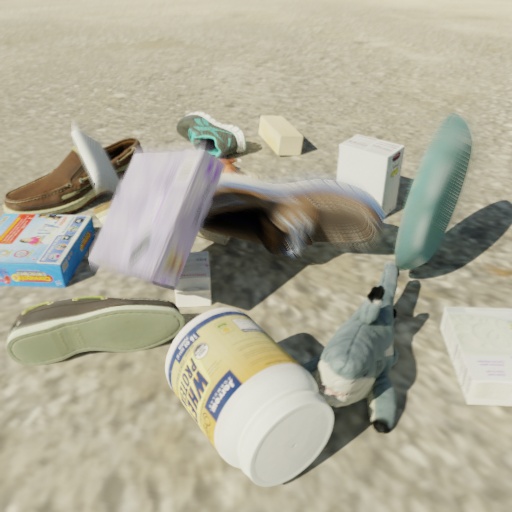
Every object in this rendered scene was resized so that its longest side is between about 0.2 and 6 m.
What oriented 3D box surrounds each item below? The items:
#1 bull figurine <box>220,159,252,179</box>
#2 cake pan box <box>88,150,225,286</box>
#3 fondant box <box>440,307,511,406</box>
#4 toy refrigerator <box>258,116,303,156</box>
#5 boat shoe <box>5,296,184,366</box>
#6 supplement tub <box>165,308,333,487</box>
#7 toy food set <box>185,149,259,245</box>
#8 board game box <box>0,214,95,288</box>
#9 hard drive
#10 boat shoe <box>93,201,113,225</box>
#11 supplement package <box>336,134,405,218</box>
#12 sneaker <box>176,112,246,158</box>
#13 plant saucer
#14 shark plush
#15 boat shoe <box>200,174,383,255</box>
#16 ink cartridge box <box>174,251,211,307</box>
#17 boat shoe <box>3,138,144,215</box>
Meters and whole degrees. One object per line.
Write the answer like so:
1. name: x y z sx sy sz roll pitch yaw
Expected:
1. bull figurine: -0.490 -1.758 12.229 0.631 0.338 1.039 -6 52 -28
2. cake pan box: -1.565 -0.677 8.622 1.921 0.546 2.086 7 72 44
3. fondant box: 3.471 1.414 8.103 1.187 0.479 1.645 2 33 2
4. toy refrigerator: 0.658 -3.346 15.619 0.670 0.617 1.765 -3 32 -19
5. boat shoe: -2.377 0.968 8.402 2.551 0.910 0.768 -8 37 -8
6. supplement tub: -0.116 1.662 6.828 1.391 1.391 1.926 -19 37 -28
7. toy food set: -1.117 -1.359 11.753 1.860 0.783 2.592 21 38 4
8. board game box: -4.205 -0.142 10.555 1.800 0.514 1.838 2 32 3
9. hard drive: -2.788 -1.644 9.862 0.147 0.739 1.120 -35 69 12
10. boat shoe: -2.528 -0.971 11.746 0.769 0.693 2.132 -20 10 27
11. supplement package: 2.422 -1.696 12.115 1.159 1.488 0.825 23 39 32
12. sneaker: -1.442 -3.259 15.258 2.343 0.909 1.069 22 42 33
13. plant saucer: 3.108 -1.001 9.595 0.384 2.803 2.803 21 38 25
14. shark plush: 1.707 1.060 7.842 1.466 1.344 3.227 22 38 31
15. boat shoe: 0.538 -0.607 10.212 3.425 1.237 1.240 6 43 15
16. ink cartridge box: -1.089 0.428 9.560 0.616 0.600 0.958 -3 32 -5
17. boat shoe: -4.042 -1.873 12.594 1.276 1.278 3.455 28 41 36
